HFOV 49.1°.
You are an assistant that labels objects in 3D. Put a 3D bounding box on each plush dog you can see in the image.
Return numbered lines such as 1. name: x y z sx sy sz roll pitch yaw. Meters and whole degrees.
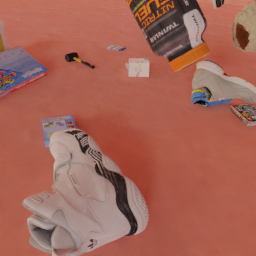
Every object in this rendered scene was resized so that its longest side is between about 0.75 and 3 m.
1. plush dog: 3.117 -2.592 5.560 1.897 2.030 2.364 4 17 18

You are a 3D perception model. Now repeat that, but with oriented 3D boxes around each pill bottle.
1. pill bottle: 0.924 -2.743 6.655 1.447 2.724 1.447 -29 7 4

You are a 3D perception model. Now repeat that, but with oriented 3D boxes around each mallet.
1. mallet: -2.043 -2.777 11.714 0.560 0.350 1.700 -21 40 -32

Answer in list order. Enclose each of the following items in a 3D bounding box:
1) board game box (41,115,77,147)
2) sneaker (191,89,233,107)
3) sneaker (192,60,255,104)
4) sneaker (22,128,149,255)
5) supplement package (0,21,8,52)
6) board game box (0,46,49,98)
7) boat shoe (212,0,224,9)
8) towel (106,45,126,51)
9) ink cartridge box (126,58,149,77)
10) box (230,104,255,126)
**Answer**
1. board game box: -1.705 0.045 6.999 0.819 0.198 1.083 -10 32 -16
2. sneaker: 2.494 -0.805 8.346 1.271 0.419 0.498 6 64 -6
3. sneaker: 2.709 -1.055 7.990 2.076 0.955 0.786 25 -3 -8
4. sneaker: -1.056 0.947 4.641 1.569 1.026 2.731 -19 39 -34
5. supplement package: -5.339 -2.763 10.056 1.440 1.911 1.450 13 33 20
6. board game box: -4.183 -1.904 9.516 1.491 0.282 2.896 39 38 2
7. boat shoe: 2.047 -3.261 5.716 0.598 0.674 1.803 4 69 22
8. towel: -0.583 -3.964 13.889 0.848 0.101 0.623 15 32 20
9. ink cartridge box: 0.354 -2.293 10.604 0.885 0.554 0.569 1 31 2
10. box: 3.341 -0.374 7.725 0.632 0.184 0.923 -5 31 -8
